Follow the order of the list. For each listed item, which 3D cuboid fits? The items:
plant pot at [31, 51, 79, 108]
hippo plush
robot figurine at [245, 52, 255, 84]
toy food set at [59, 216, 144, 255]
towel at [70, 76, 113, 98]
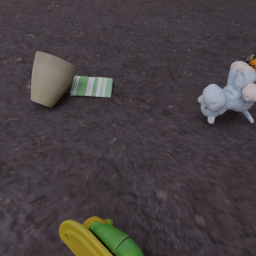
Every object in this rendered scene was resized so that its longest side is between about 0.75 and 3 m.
[{"bbox_3d":[-2.370,-1.381,8.454,1.317,1.317,1.406,21,90,22],"label":"plant pot"},{"bbox_3d":[2.639,-0.939,7.666,1.414,1.759,1.401,-14,64,8],"label":"hippo plush"},{"bbox_3d":[4.893,-1.997,9.341,1.943,0.566,1.409,-10,77,-10],"label":"robot figurine"},{"bbox_3d":[0.053,2.276,4.242,0.871,1.570,2.668,-26,50,-38],"label":"toy food set"},{"bbox_3d":[-1.201,-1.378,9.384,1.331,0.156,1.015,4,46,0],"label":"towel"}]
